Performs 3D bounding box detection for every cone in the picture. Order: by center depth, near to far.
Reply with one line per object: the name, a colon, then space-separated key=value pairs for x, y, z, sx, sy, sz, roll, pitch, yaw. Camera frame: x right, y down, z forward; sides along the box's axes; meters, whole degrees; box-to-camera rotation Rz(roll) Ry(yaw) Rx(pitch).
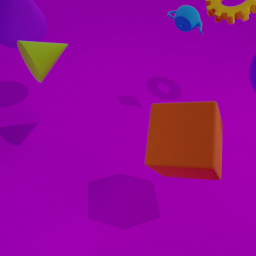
cone: x=-1.826 y=-1.726 z=6.466 sx=1.010 sy=1.006 sz=1.006 roll=-33 pitch=52 yaw=-20
cone: x=-2.879 y=-3.197 z=7.153 sx=1.645 sy=1.652 sz=1.645 roll=6 pitch=71 yaw=-17

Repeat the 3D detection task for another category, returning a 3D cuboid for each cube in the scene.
cube: x=1.041 y=0.260 z=4.974 sx=1.112 sy=1.112 sz=1.112 roll=0 pitch=71 yaw=24

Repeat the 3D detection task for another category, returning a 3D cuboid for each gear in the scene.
gear: x=2.920 y=-3.524 z=7.720 sx=1.471 sy=0.272 sz=1.471 roll=-10 pitch=61 yaw=18

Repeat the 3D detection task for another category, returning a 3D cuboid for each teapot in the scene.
teapot: x=1.533 y=-2.788 z=7.293 sx=1.093 sy=0.680 sz=0.535 roll=30 pitch=72 yaw=14

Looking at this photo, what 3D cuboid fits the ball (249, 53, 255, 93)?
ball: x=3.024 y=-1.083 z=5.312 sx=1.353 sy=1.353 sz=1.353 roll=0 pitch=43 yaw=0
